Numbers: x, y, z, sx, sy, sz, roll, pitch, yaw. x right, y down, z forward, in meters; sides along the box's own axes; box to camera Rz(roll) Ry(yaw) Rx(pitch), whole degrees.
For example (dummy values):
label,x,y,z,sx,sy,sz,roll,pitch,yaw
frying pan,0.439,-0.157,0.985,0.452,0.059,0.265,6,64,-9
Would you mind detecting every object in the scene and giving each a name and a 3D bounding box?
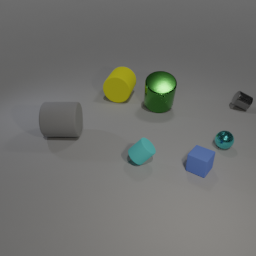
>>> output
label,x,y,z,sx,sy,sz,roll,pitch,yaw
cube,2.446,1.119,9.472,0.700,0.700,0.700,21,37,30
cylinder,-0.400,-2.207,14.173,1.400,1.400,1.400,7,34,12
cylinder,5.385,-1.293,13.213,0.700,0.700,0.700,27,33,-3
ball,3.643,0.443,10.577,0.700,0.700,0.700,0,31,0
cylinder,-2.630,-0.346,11.158,1.400,1.400,1.400,0,31,3
cylinder,0.481,0.806,9.716,0.700,0.700,0.700,37,26,-22
cylinder,1.464,-1.646,12.905,1.400,1.400,1.400,0,57,0
